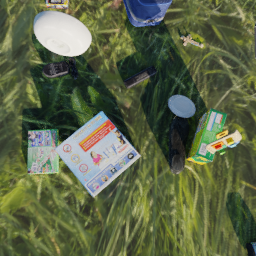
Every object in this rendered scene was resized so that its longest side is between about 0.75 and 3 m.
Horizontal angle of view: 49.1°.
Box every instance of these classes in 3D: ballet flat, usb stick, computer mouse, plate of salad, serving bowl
[{"bbox_3d":[1.970,0.604,11.341,0.837,0.715,2.519,11,71,-3],"label":"ballet flat"},{"bbox_3d":[0.522,-2.185,12.046,1.519,0.248,0.421,-29,83,-6],"label":"usb stick"},{"bbox_3d":[-2.926,-2.472,12.084,1.467,0.387,1.016,-12,78,-14],"label":"computer mouse"},{"bbox_3d":[2.228,-0.884,11.673,1.203,0.289,1.203,7,54,-10],"label":"plate of salad"},{"bbox_3d":[-2.159,-2.878,9.023,1.873,1.873,0.616,12,72,3],"label":"serving bowl"}]

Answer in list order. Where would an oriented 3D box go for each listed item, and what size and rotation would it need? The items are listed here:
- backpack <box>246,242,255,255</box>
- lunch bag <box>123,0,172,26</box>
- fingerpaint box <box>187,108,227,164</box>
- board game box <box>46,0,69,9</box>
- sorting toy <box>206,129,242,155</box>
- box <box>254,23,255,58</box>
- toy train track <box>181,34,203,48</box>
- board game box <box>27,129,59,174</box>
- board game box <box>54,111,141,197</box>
[{"bbox_3d":[4.960,4.603,10.483,0.834,0.641,0.680,-1,77,-18],"label":"backpack"},{"bbox_3d":[0.761,-5.549,12.110,1.620,1.578,2.385,-10,76,-17],"label":"lunch bag"},{"bbox_3d":[3.024,0.383,10.828,0.693,1.577,1.891,20,79,4],"label":"fingerpaint box"},{"bbox_3d":[-3.213,-6.081,12.839,0.970,0.333,1.173,2,78,-2],"label":"board game box"},{"bbox_3d":[3.055,0.504,8.818,1.073,1.905,0.259,-32,61,19],"label":"sorting toy"},{"bbox_3d":[4.348,-2.905,8.464,0.736,1.411,1.044,16,68,31],"label":"box"},{"bbox_3d":[2.856,-3.863,12.451,1.053,0.171,0.604,26,79,5],"label":"toy train track"},{"bbox_3d":[-3.440,0.951,11.379,1.200,0.260,1.783,-2,78,-2],"label":"board game box"},{"bbox_3d":[-1.180,1.005,11.029,2.413,0.674,2.362,-40,84,-10],"label":"board game box"}]
